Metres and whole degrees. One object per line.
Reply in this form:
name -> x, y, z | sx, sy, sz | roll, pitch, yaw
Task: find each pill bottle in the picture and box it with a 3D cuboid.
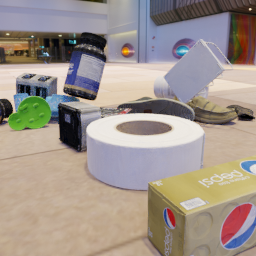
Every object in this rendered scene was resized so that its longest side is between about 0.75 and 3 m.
pill bottle -> 2.675, -2.000, 14.287 | 2.525, 1.431, 1.431 | 11, 20, 34
pill bottle -> -5.145, -0.557, 10.104 | 1.013, 1.013, 1.810 | 9, 19, 29
pill bottle -> -1.524, -2.253, 10.366 | 1.284, 2.295, 1.284 | 14, -1, 0

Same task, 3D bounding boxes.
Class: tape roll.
tape roll -> 0.396, 0.422, 6.825 | 2.802, 0.980, 2.802 | 0, 16, 0

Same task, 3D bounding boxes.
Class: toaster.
toaster -> -4.058, -1.515, 12.488 | 1.595, 1.764, 1.047 | 9, 20, 5
toaster -> -1.392, -0.084, 8.068 | 0.814, 1.241, 1.372 | -13, 21, -38

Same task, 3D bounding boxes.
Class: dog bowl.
dog bowl -> -3.235, -0.869, 11.098 | 2.620, 0.650, 1.461 | 2, -7, 5

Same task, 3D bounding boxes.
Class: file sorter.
file sorter -> 2.678, -2.077, 10.563 | 1.260, 1.404, 2.023 | -16, -21, -47

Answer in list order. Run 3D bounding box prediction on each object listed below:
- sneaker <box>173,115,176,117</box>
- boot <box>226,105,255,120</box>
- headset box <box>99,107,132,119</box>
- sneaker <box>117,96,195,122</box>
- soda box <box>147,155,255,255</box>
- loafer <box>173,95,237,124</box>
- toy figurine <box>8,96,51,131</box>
sneaker -> 1.727, -0.059, 9.093 | 1.131, 0.648, 0.432 | 6, 19, 11
boot -> 4.544, -0.620, 11.378 | 1.225, 0.424, 1.066 | 10, 18, 24
headset box -> -0.773, -0.206, 9.374 | 1.936, 0.748, 1.441 | 5, 17, 13
sneaker -> 1.159, -0.756, 10.527 | 2.935, 1.098, 1.559 | 7, 21, 26
soda box -> 1.743, 1.142, 4.354 | 2.863, 0.970, 0.917 | -8, 18, -25
loafer -> 2.873, -0.795, 11.047 | 2.768, 0.933, 1.052 | 9, 19, 29
toy figurine -> -3.712, -0.465, 10.409 | 1.530, 1.149, 1.409 | -34, 14, -20
